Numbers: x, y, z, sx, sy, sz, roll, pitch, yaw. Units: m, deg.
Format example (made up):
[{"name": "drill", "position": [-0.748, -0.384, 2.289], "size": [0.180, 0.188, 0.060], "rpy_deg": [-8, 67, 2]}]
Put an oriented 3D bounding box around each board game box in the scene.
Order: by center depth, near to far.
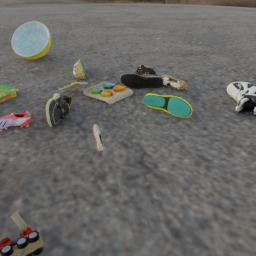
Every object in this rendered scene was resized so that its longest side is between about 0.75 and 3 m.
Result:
[{"name": "board game box", "position": [-6.937, -1.510, 14.043], "size": [1.277, 0.401, 2.673], "rpy_deg": [20, 39, 29]}]

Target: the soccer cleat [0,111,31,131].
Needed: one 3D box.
[{"name": "soccer cleat", "position": [-5.007, -0.325, 11.761], "size": [1.766, 0.675, 0.589], "rpy_deg": [-7, 32, -13]}]

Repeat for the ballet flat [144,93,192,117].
[{"name": "ballet flat", "position": [1.943, -1.126, 13.058], "size": [2.534, 0.847, 0.849], "rpy_deg": [19, 16, 32]}]

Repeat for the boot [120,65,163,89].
[{"name": "boot", "position": [0.677, -2.966, 15.965], "size": [2.369, 0.867, 1.784], "rpy_deg": [0, 32, -7]}]

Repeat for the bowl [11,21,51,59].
[{"name": "bowl", "position": [-6.663, -5.993, 20.087], "size": [2.799, 1.506, 2.799], "rpy_deg": [-2, 74, 8]}]

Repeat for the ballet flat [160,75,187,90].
[{"name": "ballet flat", "position": [2.385, -2.530, 15.446], "size": [1.807, 0.637, 0.590], "rpy_deg": [21, 25, 33]}]

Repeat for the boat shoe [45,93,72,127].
[{"name": "boat shoe", "position": [-3.037, -0.910, 12.480], "size": [0.872, 0.948, 2.653], "rpy_deg": [-6, 27, -1]}]

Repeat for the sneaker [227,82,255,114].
[{"name": "sneaker", "position": [5.379, -1.395, 13.156], "size": [1.701, 1.043, 2.614], "rpy_deg": [-10, 42, -33]}]

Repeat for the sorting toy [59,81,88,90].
[{"name": "sorting toy", "position": [-2.849, -2.222, 14.606], "size": [1.224, 0.223, 1.133], "rpy_deg": [-14, 4, 17]}]

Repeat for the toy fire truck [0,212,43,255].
[{"name": "toy fire truck", "position": [-2.728, 2.681, 6.859], "size": [0.958, 0.700, 1.088], "rpy_deg": [-22, 26, -30]}]

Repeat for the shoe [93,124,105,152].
[{"name": "shoe", "position": [-1.009, 0.330, 9.766], "size": [0.257, 0.963, 0.337], "rpy_deg": [-14, -8, 20]}]

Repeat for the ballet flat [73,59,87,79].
[{"name": "ballet flat", "position": [-3.035, -3.641, 17.231], "size": [0.732, 0.797, 2.322], "rpy_deg": [-15, 32, -5]}]

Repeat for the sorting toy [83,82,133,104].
[{"name": "sorting toy", "position": [-1.051, -1.953, 14.772], "size": [2.021, 0.369, 1.870], "rpy_deg": [25, 39, 35]}]
